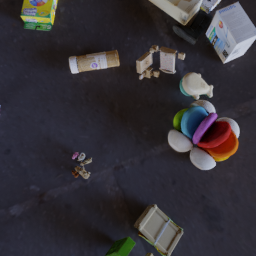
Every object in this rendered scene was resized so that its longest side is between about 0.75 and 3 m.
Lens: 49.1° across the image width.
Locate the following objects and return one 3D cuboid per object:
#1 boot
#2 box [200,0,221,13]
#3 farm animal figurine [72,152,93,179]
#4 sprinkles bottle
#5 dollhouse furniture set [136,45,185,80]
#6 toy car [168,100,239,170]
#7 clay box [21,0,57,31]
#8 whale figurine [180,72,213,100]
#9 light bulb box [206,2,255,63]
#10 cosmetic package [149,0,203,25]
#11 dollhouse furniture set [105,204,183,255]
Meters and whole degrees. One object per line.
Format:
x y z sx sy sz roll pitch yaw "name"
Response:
2.891 -4.666 12.470 1.255 0.500 1.523 36 83 -3 "boot"
3.817 -5.933 12.844 0.719 0.371 1.233 40 79 12 "box"
-1.845 1.481 11.047 0.808 0.503 1.000 8 72 -17 "farm animal figurine"
-1.429 -2.835 11.937 2.064 0.704 0.704 -10 77 -2 "sprinkles bottle"
1.275 -2.347 11.098 1.734 1.478 0.846 25 53 28 "dollhouse furniture set"
2.943 0.152 10.576 2.601 1.950 2.276 39 80 9 "toy car"
-3.978 -5.596 12.682 1.334 0.553 2.321 5 76 2 "clay box"
2.844 -1.698 11.751 1.499 0.778 1.192 15 72 -21 "whale figurine"
4.292 -3.940 11.715 1.043 1.656 1.671 -24 76 -7 "light bulb box"
2.054 -5.876 12.610 2.334 0.830 1.228 37 79 8 "cosmetic package"
0.627 4.266 10.302 1.625 1.245 2.481 44 52 3 "dollhouse furniture set"
